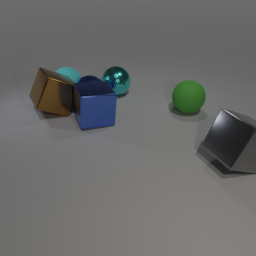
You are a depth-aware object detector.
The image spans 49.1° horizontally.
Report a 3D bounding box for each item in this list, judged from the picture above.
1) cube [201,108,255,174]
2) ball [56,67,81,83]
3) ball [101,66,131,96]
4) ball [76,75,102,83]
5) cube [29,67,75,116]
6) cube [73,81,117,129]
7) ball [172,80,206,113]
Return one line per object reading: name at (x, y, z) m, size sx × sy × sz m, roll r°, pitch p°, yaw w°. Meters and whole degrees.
cube at (3.460, 0.407, 8.670) m, size 1.400 × 1.400 × 1.400 m, roll 11°, pitch 22°, yaw -33°
ball at (-2.901, -2.195, 13.340) m, size 1.400 × 1.400 × 1.400 m, roll 0°, pitch 32°, yaw 0°
ball at (-0.572, -2.250, 13.436) m, size 1.400 × 1.400 × 1.400 m, roll 0°, pitch 32°, yaw 0°
ball at (-1.701, -1.652, 12.509) m, size 1.400 × 1.400 × 1.400 m, roll 0°, pitch 32°, yaw 0°
cube at (-3.124, -1.514, 11.778) m, size 1.400 × 1.400 × 1.400 m, roll 13°, pitch 20°, yaw -38°
cube at (-1.348, -0.949, 11.197) m, size 1.400 × 1.400 × 1.400 m, roll -7°, pitch 32°, yaw -20°
ball at (2.571, -1.325, 11.869) m, size 1.400 × 1.400 × 1.400 m, roll 0°, pitch 32°, yaw 0°
